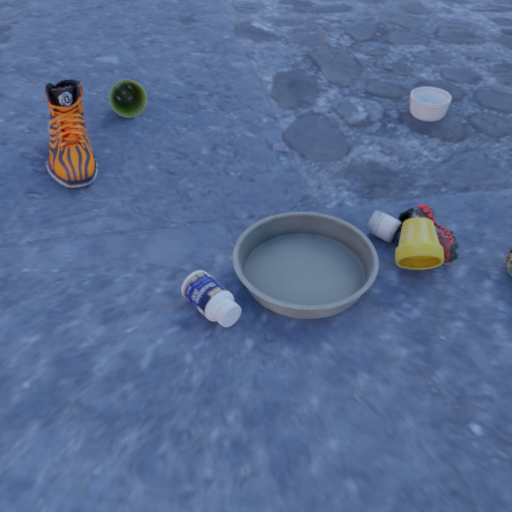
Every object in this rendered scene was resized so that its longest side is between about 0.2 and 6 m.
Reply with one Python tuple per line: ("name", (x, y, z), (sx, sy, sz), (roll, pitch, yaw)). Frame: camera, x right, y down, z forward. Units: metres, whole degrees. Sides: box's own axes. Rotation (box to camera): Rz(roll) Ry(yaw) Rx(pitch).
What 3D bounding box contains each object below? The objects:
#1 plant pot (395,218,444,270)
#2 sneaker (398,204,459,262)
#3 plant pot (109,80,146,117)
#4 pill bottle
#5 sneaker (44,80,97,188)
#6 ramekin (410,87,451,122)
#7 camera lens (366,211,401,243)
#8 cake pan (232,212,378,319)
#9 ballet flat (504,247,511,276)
("plant pot", (2.781, -0.221, 9.589), (0.784, 0.784, 0.738), (2, 70, 2))
("sneaker", (3.055, -0.374, 10.122), (0.739, 0.535, 1.514), (-9, 40, -11))
("plant pot", (-3.243, -3.994, 13.927), (0.897, 0.897, 0.852), (-13, 30, -14))
("pill bottle", (-0.703, 0.696, 8.913), (0.541, 0.541, 0.975), (-31, 50, -30))
("sneaker", (-4.058, -2.750, 11.883), (1.038, 1.499, 2.676), (-12, 54, -20))
("ramekin", (4.286, -3.747, 13.910), (0.974, 0.511, 0.974), (0, 42, 0))
("camera lens", (2.368, -0.535, 10.328), (0.545, 0.436, 0.436), (31, 50, 18))
("cake pan", (0.826, 0.149, 9.595), (2.452, 0.450, 2.452), (0, 42, 0))
("ballet flat", (5.143, 0.552, 8.637), (1.000, 1.110, 2.947), (-14, 44, -24))
